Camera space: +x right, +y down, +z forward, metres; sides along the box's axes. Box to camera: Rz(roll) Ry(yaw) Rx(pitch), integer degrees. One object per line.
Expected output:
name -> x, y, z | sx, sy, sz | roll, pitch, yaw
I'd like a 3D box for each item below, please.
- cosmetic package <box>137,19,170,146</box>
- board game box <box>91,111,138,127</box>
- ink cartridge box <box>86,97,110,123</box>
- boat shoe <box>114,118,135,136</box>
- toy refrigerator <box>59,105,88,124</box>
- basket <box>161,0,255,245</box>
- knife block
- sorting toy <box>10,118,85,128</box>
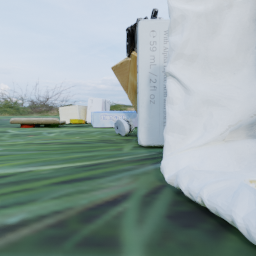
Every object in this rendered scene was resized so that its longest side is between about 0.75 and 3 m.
cosmetic package -> 1.317, -0.709, 4.975 | 2.314, 1.907, 1.909 | -1, 4, 2
board game box -> -0.056, -0.376, 11.094 | 2.754, 0.597, 2.740 | -1, 4, -9
ink cartridge box -> -1.456, -0.863, 14.060 | 0.723, 1.241, 1.717 | 5, 4, 9
boat shoe -> -0.049, -0.028, 6.567 | 0.377, 0.408, 1.105 | -14, -3, -12
toy refrigerator -> -2.443, -0.628, 13.866 | 0.943, 0.869, 2.483 | -7, 1, 9
basket -> 1.290, -0.572, 1.136 | 1.685, 2.095, 2.077 | 1, 3, -16
knife block -> 0.807, -1.463, 7.168 | 0.888, 2.776, 2.437 | -41, 20, -32
sorting toy -> -2.867, -0.160, 10.393 | 2.452, 0.328, 1.827 | 0, -1, -5
